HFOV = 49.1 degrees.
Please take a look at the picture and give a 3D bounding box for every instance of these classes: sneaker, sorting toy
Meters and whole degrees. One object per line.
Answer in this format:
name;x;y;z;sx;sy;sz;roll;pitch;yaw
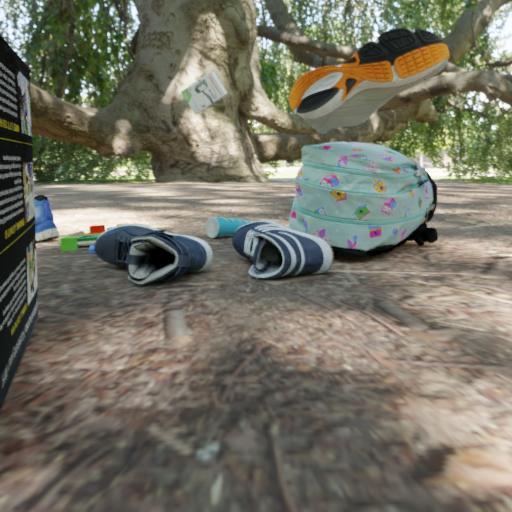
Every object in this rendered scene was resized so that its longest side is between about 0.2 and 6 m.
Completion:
sneaker;2.062;-3.044;10.061;2.787;1.055;1.282;-15;-23;23
sorting toy;-3.591;-0.527;13.462;1.811;0.438;3.216;0;9;2
sneaker;-2.076;-0.067;9.487;2.251;0.856;1.626;4;8;18
sneaker;0.071;-0.144;10.039;1.302;0.841;2.400;-6;14;-42
sneaker;-6.295;-1.133;14.159;3.167;1.412;1.244;4;10;24

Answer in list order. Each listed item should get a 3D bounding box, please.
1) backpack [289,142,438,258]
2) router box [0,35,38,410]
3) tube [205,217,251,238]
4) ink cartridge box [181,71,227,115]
backpack;2.127;-1.251;12.073;3.112;2.361;3.729;8;15;29
router box;-2.583;-0.362;4.627;1.050;3.068;4.113;-1;9;-15
tube;-0.382;-0.744;14.841;2.102;0.530;0.814;-3;21;-45
ink cartridge box;-1.156;-3.632;12.473;0.826;0.601;0.347;-31;15;14
